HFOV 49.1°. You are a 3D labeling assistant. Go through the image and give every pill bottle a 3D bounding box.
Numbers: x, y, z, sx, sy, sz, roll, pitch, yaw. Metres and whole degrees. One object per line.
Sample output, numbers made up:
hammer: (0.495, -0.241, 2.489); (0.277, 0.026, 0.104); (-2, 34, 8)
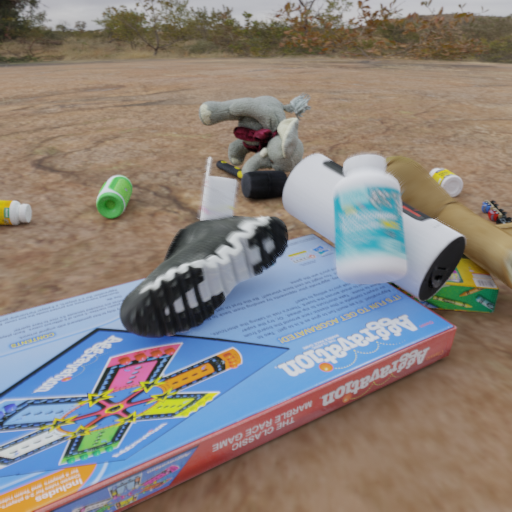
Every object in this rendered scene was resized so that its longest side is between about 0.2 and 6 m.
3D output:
pill bottle: (-5.144, -0.887, 11.531); (0.905, 0.510, 0.510); (2, 24, -3)
pill bottle: (4.528, -1.796, 13.504); (0.538, 0.538, 0.966); (-3, 24, -7)
pill bottle: (1.429, -0.468, 7.164); (0.866, 1.563, 0.866); (-2, -13, 0)

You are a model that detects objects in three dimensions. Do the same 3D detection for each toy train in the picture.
toy train: (5.063, -0.842, 11.780); (0.339, 0.252, 1.478); (-10, 24, 8)

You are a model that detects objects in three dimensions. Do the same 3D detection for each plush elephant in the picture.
plush elephant: (0.280, -2.724, 13.700); (2.720, 2.240, 2.106); (-18, 57, 7)

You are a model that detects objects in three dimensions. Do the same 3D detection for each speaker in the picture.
speaker: (1.651, -0.462, 8.200); (1.077, 1.077, 2.653); (-21, 46, -38)
speaker: (-3.107, -1.322, 12.342); (0.641, 0.641, 1.450); (-1, 25, -3)

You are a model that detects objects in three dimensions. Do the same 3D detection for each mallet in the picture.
mallet: (-0.453, -2.015, 14.022); (1.045, 0.653, 3.172); (-9, 22, -31)

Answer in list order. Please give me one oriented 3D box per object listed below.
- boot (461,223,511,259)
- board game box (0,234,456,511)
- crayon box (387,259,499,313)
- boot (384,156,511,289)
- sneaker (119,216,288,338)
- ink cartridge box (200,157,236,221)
boot: (4.532, -0.445, 10.389); (2.193, 0.725, 1.920); (-8, 38, -14)
board game box: (-0.716, 1.122, 6.709); (5.765, 0.561, 2.967); (-15, 33, -29)
crayon box: (2.791, 0.397, 8.655); (1.565, 0.456, 0.929); (5, 27, 4)
boot: (3.047, -0.507, 8.407); (2.108, 0.796, 2.407); (24, 18, -29)
sneaker: (-0.778, 0.158, 6.996); (1.131, 0.831, 2.500); (18, 40, 41)
ink cartridge box: (-0.579, -0.791, 8.410); (0.447, 1.318, 0.759); (6, 7, -8)
